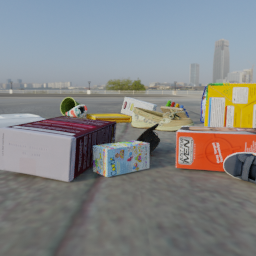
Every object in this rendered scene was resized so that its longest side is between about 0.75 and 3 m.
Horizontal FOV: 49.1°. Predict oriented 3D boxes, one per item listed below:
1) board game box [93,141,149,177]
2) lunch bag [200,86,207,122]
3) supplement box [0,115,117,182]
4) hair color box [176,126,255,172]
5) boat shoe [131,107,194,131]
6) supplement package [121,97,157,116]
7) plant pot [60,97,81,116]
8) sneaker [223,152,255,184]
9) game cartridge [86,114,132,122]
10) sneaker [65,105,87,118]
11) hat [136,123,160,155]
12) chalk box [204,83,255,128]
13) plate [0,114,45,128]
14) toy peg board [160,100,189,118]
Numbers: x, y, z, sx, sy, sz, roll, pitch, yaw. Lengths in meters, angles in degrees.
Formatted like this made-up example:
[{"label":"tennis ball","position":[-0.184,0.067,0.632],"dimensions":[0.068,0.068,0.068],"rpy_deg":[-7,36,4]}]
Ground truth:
[{"label":"board game box","position":[-0.114,0.527,5.040],"dimensions":[0.928,0.486,0.478],"rpy_deg":[-5,8,-37]},{"label":"lunch bag","position":[4.043,-1.057,12.391],"dimensions":[1.422,1.673,1.036],"rpy_deg":[-1,7,-15]},{"label":"supplement box","position":[-1.221,0.268,5.653],"dimensions":[1.357,0.759,2.494],"rpy_deg":[7,10,13]},{"label":"hair color box","position":[2.119,0.375,5.239],"dimensions":[2.327,0.713,1.181],"rpy_deg":[1,6,15]},{"label":"boat shoe","position":[1.216,-0.349,10.414],"dimensions":[2.521,0.790,0.924],"rpy_deg":[4,9,30]},{"label":"supplement package","position":[0.536,-0.894,13.174],"dimensions":[1.410,0.782,1.098],"rpy_deg":[16,8,12]},{"label":"plant pot","position":[-3.112,-1.130,15.974],"dimensions":[1.101,1.101,1.046],"rpy_deg":[4,-4,25]},{"label":"sneaker","position":[2.025,0.642,4.237],"dimensions":[1.204,0.472,0.478],"rpy_deg":[7,4,32]},{"label":"game cartridge","position":[-0.956,-0.482,13.273],"dimensions":[1.733,0.319,1.966],"rpy_deg":[-1,5,-19]},{"label":"sneaker","position":[-2.150,-0.774,13.029],"dimensions":[0.841,0.634,1.800],"rpy_deg":[-23,7,20]},{"label":"hat","position":[0.428,0.366,6.264],"dimensions":[1.051,0.424,1.051],"rpy_deg":[-41,-8,-7]},{"label":"chalk box","position":[3.127,-0.340,7.267],"dimensions":[1.629,1.637,2.631],"rpy_deg":[5,8,30]},{"label":"plate","position":[-4.739,-0.279,11.316],"dimensions":[2.669,0.432,2.675],"rpy_deg":[-5,9,-37]},{"label":"toy peg board","position":[2.109,-0.716,11.975],"dimensions":[1.057,0.519,1.062],"rpy_deg":[9,-26,38]}]
